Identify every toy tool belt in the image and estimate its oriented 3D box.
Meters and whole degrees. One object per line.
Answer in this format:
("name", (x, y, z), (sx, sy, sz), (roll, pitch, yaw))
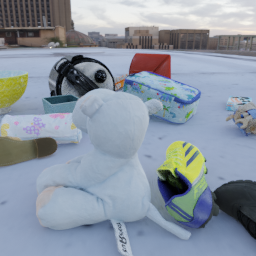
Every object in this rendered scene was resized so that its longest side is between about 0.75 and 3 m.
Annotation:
("toy tool belt", (3.718, -0.147, 8.808), (0.968, 0.983, 1.575), (-21, 22, 12))

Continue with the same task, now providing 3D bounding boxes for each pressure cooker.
("pressure cooker", (-1.740, -1.616, 10.595), (2.277, 2.313, 2.589), (-6, 19, -25))

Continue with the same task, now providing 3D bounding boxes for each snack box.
("snack box", (4.763, -1.042, 11.984), (0.946, 0.302, 1.628), (8, 21, 22))

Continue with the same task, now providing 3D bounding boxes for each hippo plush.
("hippo plush", (-0.543, 0.467, 4.840), (2.201, 2.222, 2.764), (-8, 21, -23))

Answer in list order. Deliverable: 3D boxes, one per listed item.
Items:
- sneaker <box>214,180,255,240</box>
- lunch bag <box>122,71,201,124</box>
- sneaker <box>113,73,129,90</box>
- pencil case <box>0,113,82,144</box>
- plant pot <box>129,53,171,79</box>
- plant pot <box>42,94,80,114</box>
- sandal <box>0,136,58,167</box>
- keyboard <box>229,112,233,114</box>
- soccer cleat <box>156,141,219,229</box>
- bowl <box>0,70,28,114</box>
("sneaker", (2.177, 1.454, 4.414), (1.999, 0.759, 0.907), (12, 38, 45))
("lunch bag", (1.280, -1.272, 10.743), (2.786, 1.149, 2.239), (24, 26, 22))
("sneaker", (-0.660, -2.434, 15.425), (2.096, 0.820, 0.809), (-14, -3, -25))
("pencil case", (-2.443, 0.051, 8.000), (2.209, 0.918, 1.002), (-3, 23, -10))
("plant pot", (0.901, -2.298, 12.785), (1.763, 1.765, 1.555), (8, 34, 22))
("plant pot", (-2.104, -0.424, 9.094), (1.052, 1.072, 1.050), (-11, 23, -29))
("sandal", (-2.898, 0.558, 7.210), (2.025, 0.743, 0.666), (-4, -1, -28))
("keyboard", (4.366, -0.493, 10.703), (0.958, 0.051, 0.270), (14, 10, 24))
("soccer cleat", (0.981, 0.818, 5.383), (1.022, 0.790, 2.443), (30, 23, -14))
("bowl", (-5.284, -1.347, 10.992), (2.790, 1.501, 2.790), (-2, 18, 1))
